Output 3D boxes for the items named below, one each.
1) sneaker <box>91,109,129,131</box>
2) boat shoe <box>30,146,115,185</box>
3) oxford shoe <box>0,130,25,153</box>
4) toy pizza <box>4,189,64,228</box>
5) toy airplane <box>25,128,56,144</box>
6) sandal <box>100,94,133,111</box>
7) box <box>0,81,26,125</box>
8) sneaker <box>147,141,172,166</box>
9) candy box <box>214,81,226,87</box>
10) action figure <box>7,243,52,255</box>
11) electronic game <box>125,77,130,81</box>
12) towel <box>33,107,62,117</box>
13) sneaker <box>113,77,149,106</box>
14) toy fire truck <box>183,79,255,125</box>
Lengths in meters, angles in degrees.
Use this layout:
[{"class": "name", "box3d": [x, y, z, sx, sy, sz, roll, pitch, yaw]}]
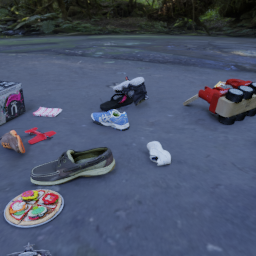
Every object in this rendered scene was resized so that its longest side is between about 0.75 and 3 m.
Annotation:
[{"class": "sneaker", "box3d": [-0.744, -0.459, 11.710, 1.861, 0.717, 0.705, 12, 28, 28]}, {"class": "boat shoe", "box3d": [-1.606, 0.981, 8.009, 2.441, 0.802, 0.872, -9, 31, -4]}, {"class": "oxford shoe", "box3d": [-3.993, 0.571, 9.643, 0.615, 0.602, 1.688, -24, 23, -26]}, {"class": "toy pizza", "box3d": [-2.315, 1.896, 6.925, 1.412, 0.224, 1.412, 0, 24, 0]}, {"class": "toy airplane", "box3d": [-3.396, 0.235, 10.724, 1.268, 0.233, 1.268, 1, 22, 0]}, {"class": "sandal", "box3d": [-0.489, -1.414, 14.061, 0.883, 0.530, 2.351, 16, 26, 31]}, {"class": "box", "box3d": [-5.914, -0.996, 11.997, 1.702, 1.477, 2.575, 9, 26, 15]}, {"class": "sneaker", "box3d": [0.913, 0.813, 9.161, 0.543, 0.464, 1.246, -15, 27, -20]}, {"class": "candy box", "box3d": [5.945, -1.978, 15.278, 2.274, 0.629, 1.313, 13, 27, 26]}, {"class": "action figure", "box3d": [-1.846, 2.582, 5.074, 0.911, 0.486, 1.400, -11, 22, -9]}, {"class": "electronic game", "box3d": [-0.006, -2.386, 15.740, 0.210, 1.010, 1.010, -8, 25, -8]}, {"class": "towel", "box3d": [-3.748, -0.757, 13.076, 1.128, 0.169, 0.826, 3, 24, 7]}, {"class": "sneaker", "box3d": [0.146, -1.697, 13.862, 0.835, 1.259, 2.212, -33, 15, -33]}, {"class": "toy fire truck", "box3d": [4.269, -1.432, 13.047, 2.639, 1.929, 2.998, -17, 39, -33]}]
